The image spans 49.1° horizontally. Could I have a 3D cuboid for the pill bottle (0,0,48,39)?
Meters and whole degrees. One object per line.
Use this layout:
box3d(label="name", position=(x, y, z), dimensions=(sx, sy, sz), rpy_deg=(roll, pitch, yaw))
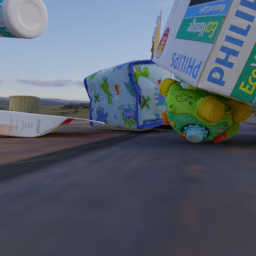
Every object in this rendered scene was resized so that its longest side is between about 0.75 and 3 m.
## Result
box3d(label="pill bottle", position=(-3.808, -3.584, 8.927), dimensions=(2.463, 1.364, 1.364), rpy_deg=(17, 12, 36))

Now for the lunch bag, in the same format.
box3d(label="lunch bag", position=(0.595, -0.778, 6.883), dimensions=(2.639, 1.682, 2.244), rpy_deg=(-13, 9, -34))

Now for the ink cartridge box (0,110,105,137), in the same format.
box3d(label="ink cartridge box", position=(-1.362, -0.019, 5.206), dimensions=(1.804, 0.452, 1.463), rpy_deg=(8, 1, -6))

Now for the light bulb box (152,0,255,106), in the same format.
box3d(label="light bulb box", position=(1.780, -1.052, 3.599), dimensions=(2.289, 1.428, 2.269), rpy_deg=(16, 17, -12))

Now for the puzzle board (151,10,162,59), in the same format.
box3d(label="puzzle board", position=(1.205, -3.876, 12.119), dimensions=(0.170, 1.955, 1.473), rpy_deg=(9, -29, 9))

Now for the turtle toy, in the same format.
box3d(label="turtle toy", position=(1.021, -0.161, 3.710), dimensions=(1.367, 0.691, 0.996), rpy_deg=(2, 24, -35))
